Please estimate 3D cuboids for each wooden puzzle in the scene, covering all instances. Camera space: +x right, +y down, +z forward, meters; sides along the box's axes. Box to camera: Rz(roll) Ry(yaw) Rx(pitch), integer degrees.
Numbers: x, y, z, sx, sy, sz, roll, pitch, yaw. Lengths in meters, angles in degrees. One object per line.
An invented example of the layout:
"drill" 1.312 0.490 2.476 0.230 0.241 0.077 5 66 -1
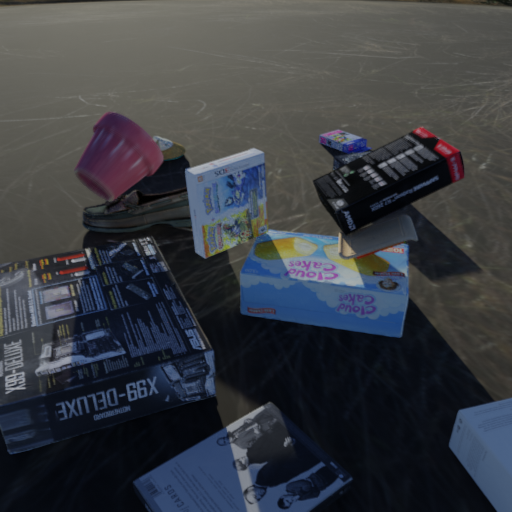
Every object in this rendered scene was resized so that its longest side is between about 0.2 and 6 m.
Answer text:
"wooden puzzle" 1.915 -0.277 8.896 1.195 0.223 1.106 -14 19 15

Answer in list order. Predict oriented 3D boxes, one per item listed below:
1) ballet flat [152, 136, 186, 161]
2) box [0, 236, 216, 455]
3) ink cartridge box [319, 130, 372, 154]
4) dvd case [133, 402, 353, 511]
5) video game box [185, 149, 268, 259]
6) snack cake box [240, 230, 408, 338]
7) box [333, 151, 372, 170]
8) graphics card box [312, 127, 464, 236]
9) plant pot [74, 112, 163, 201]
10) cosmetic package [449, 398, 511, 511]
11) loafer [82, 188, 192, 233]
"ballet flat" -2.764 -2.765 14.592 2.111 0.665 0.724 -21 43 -31
"box" -2.361 1.010 8.168 2.646 0.835 3.356 -13 33 -20
"ink cartridge box" 2.502 -3.193 15.718 0.797 0.280 1.336 -22 39 -32
"dvd case" -0.142 2.543 6.219 1.970 0.244 1.480 -22 38 -31
"video game box" -0.433 -0.856 9.067 1.344 1.475 0.345 -23 35 -28
"snack cake box" 1.142 0.389 9.178 2.573 0.865 1.480 7 31 11
"box" 2.574 -2.015 13.425 1.140 0.594 1.038 -11 34 -17
"graphics card box" 2.219 -1.323 9.649 2.232 0.568 1.400 -26 33 1
"plant pot" -2.642 -1.757 10.419 1.377 1.377 1.232 23 68 33
"cosmetic package" 2.927 2.363 6.108 0.835 0.658 1.552 -7 32 -14
"loafer" -2.237 -1.090 11.628 2.746 0.864 0.987 -4 31 -7
